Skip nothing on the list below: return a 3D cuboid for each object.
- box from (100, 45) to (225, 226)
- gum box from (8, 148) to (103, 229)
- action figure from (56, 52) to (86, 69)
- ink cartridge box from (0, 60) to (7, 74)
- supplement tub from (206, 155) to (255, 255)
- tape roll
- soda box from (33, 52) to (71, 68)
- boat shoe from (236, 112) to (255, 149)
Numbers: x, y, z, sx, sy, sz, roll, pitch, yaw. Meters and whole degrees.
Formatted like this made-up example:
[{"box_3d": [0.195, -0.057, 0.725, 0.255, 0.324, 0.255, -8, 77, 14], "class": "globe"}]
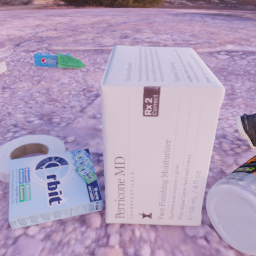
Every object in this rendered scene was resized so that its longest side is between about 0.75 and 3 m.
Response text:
[{"box_3d": [0.501, -0.014, 5.652, 1.804, 2.746, 2.761, 1, 28, 2], "class": "box"}, {"box_3d": [-1.487, 1.140, 5.678, 1.687, 0.376, 1.434, -7, 42, -16], "class": "gum box"}, {"box_3d": [-2.829, -3.252, 14.030, 1.501, 0.887, 0.410, 5, -20, -31], "class": "action figure"}, {"box_3d": [-6.629, -2.824, 13.306, 1.113, 0.532, 1.268, 3, 29, 7], "class": "ink cartridge box"}, {"box_3d": [2.527, 1.154, 5.021, 2.133, 1.307, 1.307, -22, 35, -35], "class": "supplement tub"}, {"box_3d": [-2.397, 0.720, 6.866, 1.747, 0.319, 1.747, -1, 29, 1], "class": "tape roll"}, {"box_3d": [-3.894, -3.520, 14.509, 1.840, 0.624, 0.590, 6, 29, 11], "class": "soda box"}, {"box_3d": [3.206, 0.089, 6.969, 0.527, 0.660, 1.746, -16, -22, 33], "class": "boat shoe"}]
